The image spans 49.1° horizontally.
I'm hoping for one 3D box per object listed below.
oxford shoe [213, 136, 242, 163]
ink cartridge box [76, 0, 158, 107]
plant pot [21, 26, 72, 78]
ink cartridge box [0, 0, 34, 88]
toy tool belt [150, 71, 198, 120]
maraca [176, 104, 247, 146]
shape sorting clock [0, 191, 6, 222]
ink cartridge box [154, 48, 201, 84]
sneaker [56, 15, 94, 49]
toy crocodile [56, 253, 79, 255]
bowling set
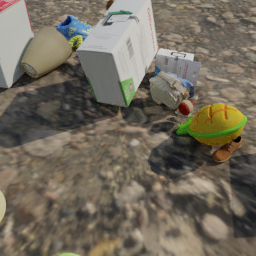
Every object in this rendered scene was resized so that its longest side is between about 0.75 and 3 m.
[{"bbox_3d":[2.377,0.474,6.690,0.986,0.351,0.352,-33,53,-29],"label":"oxford shoe"},{"bbox_3d":[-0.146,-2.200,7.948,1.087,1.884,2.579,11,55,23],"label":"ink cartridge box"},{"bbox_3d":[-2.838,-2.401,9.324,1.342,1.342,1.433,21,60,22],"label":"plant pot"},{"bbox_3d":[-4.910,-2.874,9.024,2.985,2.169,2.159,8,43,9],"label":"ink cartridge box"},{"bbox_3d":[1.442,-1.046,7.888,1.009,1.025,1.642,-32,48,-21],"label":"toy tool belt"},{"bbox_3d":[1.975,-0.087,6.797,1.225,0.956,1.787,-28,17,-31],"label":"maraca"},{"bbox_3d":[-3.074,1.556,5.369,1.346,0.264,1.346,11,40,-9],"label":"shape sorting clock"},{"bbox_3d":[1.626,-2.000,9.078,1.424,0.826,0.483,15,44,14],"label":"ink cartridge box"},{"bbox_3d":[-1.709,-3.725,10.715,2.291,1.204,0.868,-24,47,-24],"label":"sneaker"},{"bbox_3d":[-0.439,2.384,4.194,2.678,0.827,0.904,2,42,2],"label":"toy crocodile"},{"bbox_3d":[-0.235,-3.203,9.642,1.560,2.023,2.907,32,55,29],"label":"bowling set"}]
